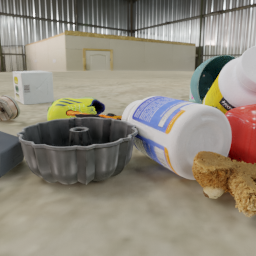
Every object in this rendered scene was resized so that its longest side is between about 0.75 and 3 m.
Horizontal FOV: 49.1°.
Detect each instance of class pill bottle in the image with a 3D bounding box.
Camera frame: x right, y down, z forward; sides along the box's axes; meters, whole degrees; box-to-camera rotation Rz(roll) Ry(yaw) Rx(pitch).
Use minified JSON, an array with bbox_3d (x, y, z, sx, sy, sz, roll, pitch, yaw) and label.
[{"bbox_3d":[0.823,0.043,5.984,1.381,1.381,2.464,-7,15,-24],"label":"pill bottle"},{"bbox_3d":[2.928,-0.896,7.271,1.470,1.470,2.624,0,-21,-1],"label":"pill bottle"}]

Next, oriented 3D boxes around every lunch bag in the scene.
[{"bbox_3d":[4.206,-1.619,13.292,2.612,1.007,2.095,6,18,24],"label":"lunch bag"}]

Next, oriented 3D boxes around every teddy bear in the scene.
[{"bbox_3d":[1.937,0.939,4.250,1.985,0.663,1.439,8,22,1],"label":"teddy bear"}]

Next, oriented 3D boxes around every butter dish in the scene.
[{"bbox_3d":[2.904,-0.016,5.819,2.116,1.564,2.110,-1,15,-5],"label":"butter dish"}]

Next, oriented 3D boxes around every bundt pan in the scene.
[{"bbox_3d":[-0.936,0.425,5.532,2.291,0.860,2.291,-1,14,0],"label":"bundt pan"}]

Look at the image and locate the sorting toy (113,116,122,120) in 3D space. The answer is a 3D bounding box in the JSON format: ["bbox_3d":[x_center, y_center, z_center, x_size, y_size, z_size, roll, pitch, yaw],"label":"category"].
[{"bbox_3d":[0.543,-0.124,8.180,2.281,0.311,1.284,8,45,33],"label":"sorting toy"}]

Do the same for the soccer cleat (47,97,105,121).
[{"bbox_3d":[-1.718,-0.618,9.710,1.098,0.849,2.625,11,17,23],"label":"soccer cleat"}]

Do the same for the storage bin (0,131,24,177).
[{"bbox_3d":[-2.683,0.442,5.592,0.872,0.945,1.299,12,15,3],"label":"storage bin"}]

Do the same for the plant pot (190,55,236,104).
[{"bbox_3d":[3.452,-1.760,11.426,2.277,2.277,1.534,-4,11,-17],"label":"plant pot"}]

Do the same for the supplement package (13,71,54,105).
[{"bbox_3d":[-4.789,-2.090,14.111,1.491,1.502,1.979,-9,17,-31],"label":"supplement package"}]

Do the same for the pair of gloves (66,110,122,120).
[{"bbox_3d":[-0.498,-0.305,8.694,2.061,0.286,2.313,13,6,42],"label":"pair of gloves"}]

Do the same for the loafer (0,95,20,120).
[{"bbox_3d":[-4.706,-0.618,9.982,2.549,0.916,0.801,5,30,46],"label":"loafer"}]
